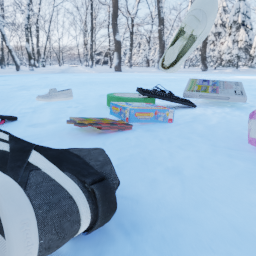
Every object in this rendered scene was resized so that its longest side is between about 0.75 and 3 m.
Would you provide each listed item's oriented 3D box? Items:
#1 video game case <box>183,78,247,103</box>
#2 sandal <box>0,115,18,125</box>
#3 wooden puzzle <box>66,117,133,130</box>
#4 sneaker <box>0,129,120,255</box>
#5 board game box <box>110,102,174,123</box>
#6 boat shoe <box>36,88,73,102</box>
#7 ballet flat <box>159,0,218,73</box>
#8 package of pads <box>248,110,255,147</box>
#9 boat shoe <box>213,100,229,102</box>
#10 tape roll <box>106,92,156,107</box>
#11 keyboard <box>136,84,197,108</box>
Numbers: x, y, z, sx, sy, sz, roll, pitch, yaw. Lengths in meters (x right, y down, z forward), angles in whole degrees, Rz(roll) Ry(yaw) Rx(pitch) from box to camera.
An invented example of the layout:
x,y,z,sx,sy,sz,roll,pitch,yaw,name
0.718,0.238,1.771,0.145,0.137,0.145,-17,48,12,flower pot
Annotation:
x,y,z,sx,sy,sz,roll,pitch,yaw,name
3.909,-1.751,12.672,2.540,0.308,2.790,7,24,15,video game case
-4.025,-0.225,8.400,0.668,0.401,1.778,11,2,20,sandal
-0.788,-0.132,7.904,2.217,0.156,1.315,0,11,-39,wooden puzzle
-1.238,0.578,3.715,1.617,1.056,2.891,-7,22,-40,sneaker
0.409,-0.508,8.960,1.559,0.436,1.527,-1,12,-26,board game box
-3.536,-1.630,13.556,1.868,0.640,0.673,-8,15,-30,boat shoe
1.936,-2.986,9.242,1.011,2.911,1.011,22,34,-16,ballet flat
4.014,0.033,5.801,2.578,0.975,1.553,-5,15,-20,package of pads
4.532,-1.637,13.606,1.907,0.632,0.713,8,15,30,boat shoe
0.127,-1.136,11.634,2.042,0.491,2.042,3,14,-1,tape roll
1.538,-1.431,11.466,2.601,0.515,1.354,10,16,-26,keyboard
